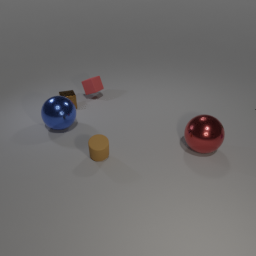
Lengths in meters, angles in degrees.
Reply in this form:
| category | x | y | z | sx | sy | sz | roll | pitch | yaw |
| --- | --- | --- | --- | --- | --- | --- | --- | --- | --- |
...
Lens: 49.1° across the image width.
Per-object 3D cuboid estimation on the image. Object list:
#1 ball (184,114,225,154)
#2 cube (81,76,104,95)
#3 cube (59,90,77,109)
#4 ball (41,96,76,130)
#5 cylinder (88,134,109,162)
| category | x | y | z | sx | sy | sz | roll | pitch | yaw |
| --- | --- | --- | --- | --- | --- | --- | --- | --- | --- |
| ball | 2.721 | 0.213 | 10.011 | 1.400 | 1.400 | 1.400 | 0 | 31 | 0 |
| cube | -1.755 | -2.127 | 13.944 | 0.700 | 0.700 | 0.700 | -7 | 18 | 35 |
| cube | -2.833 | -1.310 | 13.222 | 0.700 | 0.700 | 0.700 | -11 | 33 | -17 |
| ball | -2.802 | -0.611 | 11.364 | 1.400 | 1.400 | 1.400 | 0 | 31 | 0 |
| cylinder | -1.006 | 0.694 | 9.715 | 0.700 | 0.700 | 0.700 | 1 | 49 | -1 |
